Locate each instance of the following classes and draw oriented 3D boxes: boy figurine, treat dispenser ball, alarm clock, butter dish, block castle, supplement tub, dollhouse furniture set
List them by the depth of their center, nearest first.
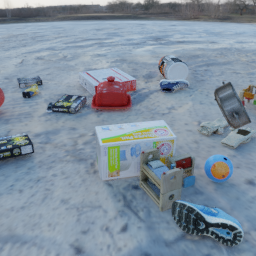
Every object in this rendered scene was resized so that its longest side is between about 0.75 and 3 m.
[{"bbox_3d":[1.368,1.240,7.875,1.730,1.213,1.220,-13,30,-23],"label":"dollhouse furniture set"},{"bbox_3d":[2.713,1.211,8.389,0.826,0.826,0.826,0,27,0],"label":"treat dispenser ball"},{"bbox_3d":[3.395,-0.632,9.120,0.753,1.526,2.263,-29,15,20],"label":"alarm clock"},{"bbox_3d":[6.308,-1.247,13.036,2.102,0.986,1.405,21,38,39],"label":"block castle"},{"bbox_3d":[-0.804,-1.805,13.575,1.935,1.430,1.930,-1,26,-2],"label":"butter dish"},{"bbox_3d":[-5.154,-1.994,15.078,0.806,0.418,1.297,2,29,10],"label":"boy figurine"},{"bbox_3d":[2.712,-3.681,17.275,1.408,1.408,2.297,-5,26,-9],"label":"supplement tub"}]

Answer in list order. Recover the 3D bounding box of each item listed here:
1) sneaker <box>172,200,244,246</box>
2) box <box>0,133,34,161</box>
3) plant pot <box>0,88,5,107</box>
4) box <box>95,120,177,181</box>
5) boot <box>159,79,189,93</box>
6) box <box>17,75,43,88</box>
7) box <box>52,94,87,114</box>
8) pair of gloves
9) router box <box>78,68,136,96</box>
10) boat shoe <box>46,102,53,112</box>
[{"bbox_3d":[1.893,2.225,6.808,1.745,0.684,0.785,19,16,24],"label":"sneaker"},{"bbox_3d":[-4.222,0.679,9.692,1.674,0.411,1.349,-13,19,-25],"label":"box"},{"bbox_3d":[-6.425,-1.117,12.351,1.570,1.570,1.389,-3,38,-6],"label":"plant pot"},{"bbox_3d":[0.214,0.658,8.886,2.361,1.328,1.196,-5,29,-12],"label":"box"},{"bbox_3d":[2.592,-2.252,15.535,1.693,0.616,0.765,0,44,0],"label":"boot"},{"bbox_3d":[-5.849,-2.759,16.645,1.323,0.320,1.048,-13,30,-23],"label":"box"},{"bbox_3d":[-2.801,-1.166,13.497,1.190,0.362,1.476,8,29,11],"label":"box"},{"bbox_3d":[3.866,0.088,11.092,1.648,0.340,1.939,-18,31,-31],"label":"pair of gloves"},{"bbox_3d":[-1.238,-2.689,16.109,2.482,0.675,2.765,-13,30,-23],"label":"router box"},{"bbox_3d":[-3.695,-0.992,13.259,0.289,0.273,0.804,-1,27,-2],"label":"boat shoe"}]
